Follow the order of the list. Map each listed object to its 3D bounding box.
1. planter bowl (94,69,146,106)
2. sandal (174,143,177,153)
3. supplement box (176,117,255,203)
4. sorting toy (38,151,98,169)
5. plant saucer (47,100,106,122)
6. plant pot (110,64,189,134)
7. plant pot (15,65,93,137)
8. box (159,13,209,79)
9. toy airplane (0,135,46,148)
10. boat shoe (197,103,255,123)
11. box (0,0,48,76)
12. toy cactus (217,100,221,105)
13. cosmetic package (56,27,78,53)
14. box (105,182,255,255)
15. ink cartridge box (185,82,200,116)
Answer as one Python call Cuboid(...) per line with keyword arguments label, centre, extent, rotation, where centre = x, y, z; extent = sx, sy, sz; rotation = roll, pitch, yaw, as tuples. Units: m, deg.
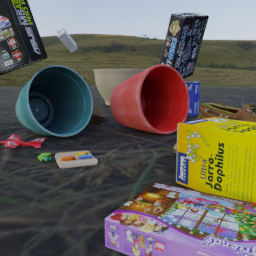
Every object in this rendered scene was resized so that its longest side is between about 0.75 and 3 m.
Cuboid(label="planter bowl", centre=(-0.401, -2.272, 15.635), extent=(2.974, 2.001, 2.974), rotation=(1, 11, 0))
Cuboid(label="sandal", centre=(1.557, 0.179, 6.203), extent=(0.944, 0.635, 2.351), rotation=(3, 11, 17))
Cuboid(label="supplement box", centre=(1.639, 0.449, 3.826), extent=(0.964, 0.970, 1.771), rotation=(-8, 13, -38))
Cuboid(label="sorting toy", centre=(-1.176, 0.577, 5.386), extent=(1.061, 0.156, 0.784), rotation=(-3, 11, -19))
Cuboid(label="plant saucer", centre=(-2.100, -0.990, 10.000), extent=(2.840, 0.418, 2.840), rotation=(30, 8, -5))
Cuboid(label="plant pot", centre=(0.526, -0.764, 8.414), extent=(2.008, 2.008, 1.777), rotation=(-8, 3, -37))
Cuboid(label="plant pot", centre=(-2.222, -0.593, 7.763), extent=(1.843, 1.843, 1.732), rotation=(-10, 0, -42))
Cuboid(label="box", centre=(2.040, -2.958, 10.410), extent=(0.606, 2.437, 2.419), rotation=(26, 33, 26))
Cuboid(label="toy airplane", centre=(-2.469, 0.345, 6.496), extent=(1.113, 0.205, 1.113), rotation=(1, 13, 0))
Cuboid(label="boat shoe", centre=(3.096, -0.172, 7.309), extent=(2.700, 0.918, 0.971), rotation=(7, 13, 33))
Cuboid(label="box", centre=(-3.565, -2.420, 6.874), extent=(2.863, 2.294, 0.634), rotation=(-9, 17, 29))
Cuboid(label="toy cactus", centre=(4.012, -0.998, 13.318), extent=(0.765, 0.474, 0.927), rotation=(-5, 16, 27))
Cuboid(label="cosmetic package", centre=(-2.556, -3.688, 11.776), extent=(0.360, 0.495, 0.973), rotation=(-32, -38, 11))
Cuboid(label="box", centre=(0.760, 0.984, 2.720), extent=(1.648, 0.322, 1.128), rotation=(6, 12, 30))
Cuboid(label="ink cartridge box", centre=(1.623, -1.355, 12.324), extent=(2.982, 1.402, 0.659), rotation=(7, 13, 34))
